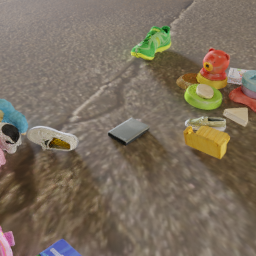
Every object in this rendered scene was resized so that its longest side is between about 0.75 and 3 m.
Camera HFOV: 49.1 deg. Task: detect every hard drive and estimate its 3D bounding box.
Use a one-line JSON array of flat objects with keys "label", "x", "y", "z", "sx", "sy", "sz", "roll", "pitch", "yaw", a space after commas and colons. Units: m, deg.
[{"label": "hard drive", "x": 0.026, "y": 0.095, "z": 8.124, "sx": 0.720, "sy": 0.170, "sz": 1.031, "roll": 28, "pitch": 44, "yaw": 33}]

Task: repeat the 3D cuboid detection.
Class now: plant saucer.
[{"label": "plant saucer", "x": 2.520, "y": -1.819, "z": 10.767, "sx": 1.294, "sy": 0.229, "sz": 1.294, "roll": 0, "pitch": 36, "yaw": 0}]

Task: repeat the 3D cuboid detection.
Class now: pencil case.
[{"label": "pencil case", "x": -3.056, "y": 2.336, "z": 4.240, "sx": 2.549, "sy": 1.115, "sz": 1.115, "roll": -15, "pitch": 38, "yaw": -21}]

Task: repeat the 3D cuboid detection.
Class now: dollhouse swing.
[{"label": "dollhouse swing", "x": 2.172, "y": 0.169, "z": 7.452, "sx": 1.021, "sy": 0.928, "sz": 0.898, "roll": 25, "pitch": 67, "yaw": 30}]

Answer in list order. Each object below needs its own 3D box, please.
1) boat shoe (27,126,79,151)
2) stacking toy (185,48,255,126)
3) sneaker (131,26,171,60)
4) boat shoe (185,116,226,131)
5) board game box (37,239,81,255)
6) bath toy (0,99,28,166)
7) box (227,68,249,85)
[{"label": "boat shoe", "x": -2.092, "y": 0.358, "z": 7.411, "sx": 1.452, "sy": 0.537, "sz": 0.619, "roll": 14, "pitch": 20, "yaw": 8}, {"label": "stacking toy", "x": 3.415, "y": -1.507, "z": 9.278, "sx": 2.864, "sy": 1.210, "sz": 2.593, "roll": 28, "pitch": 44, "yaw": 26}, {"label": "sneaker", "x": 1.066, "y": -4.032, "z": 13.002, "sx": 1.098, "sy": 1.239, "sz": 2.966, "roll": 21, "pitch": 41, "yaw": 25}, {"label": "boat shoe", "x": 2.303, "y": -0.175, "z": 8.304, "sx": 1.169, "sy": 0.363, "sz": 0.421, "roll": 4, "pitch": 34, "yaw": 11}, {"label": "board game box", "x": -0.999, "y": 2.889, "z": 3.413, "sx": 2.531, "sy": 0.521, "sz": 2.525, "roll": 25, "pitch": 29, "yaw": 31}, {"label": "bath toy", "x": -3.567, "y": 0.441, "z": 6.853, "sx": 1.285, "sy": 1.092, "sz": 2.955, "roll": 2, "pitch": 36, "yaw": 4}, {"label": "box", "x": 4.602, "y": -1.969, "z": 10.952, "sx": 1.294, "sy": 0.266, "sz": 1.009, "roll": 13, "pitch": 37, "yaw": 19}]
